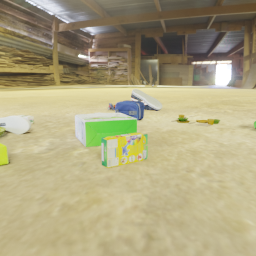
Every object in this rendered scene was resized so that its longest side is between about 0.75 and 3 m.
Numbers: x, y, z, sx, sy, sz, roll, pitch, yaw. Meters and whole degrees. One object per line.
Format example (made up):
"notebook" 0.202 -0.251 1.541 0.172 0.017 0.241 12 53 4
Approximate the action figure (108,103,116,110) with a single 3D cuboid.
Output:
"action figure" -0.867 -1.200 17.095 0.768 0.415 0.794 -10 38 -13

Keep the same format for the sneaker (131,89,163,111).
"sneaker" 1.124 -1.538 17.469 2.321 0.922 0.910 37 36 31

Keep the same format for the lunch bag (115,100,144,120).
"lunch bag" 0.011 -0.802 13.068 1.343 0.912 0.889 5 12 26

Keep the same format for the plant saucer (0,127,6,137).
"plant saucer" -5.023 0.216 9.385 1.750 0.272 1.750 0 11 0

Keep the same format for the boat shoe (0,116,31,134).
"boat shoe" -4.280 -0.142 10.424 1.882 0.675 0.638 -3 10 23

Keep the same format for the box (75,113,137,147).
"box" -0.748 -0.013 9.083 1.686 0.815 1.487 -4 11 -22

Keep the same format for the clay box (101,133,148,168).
"clay box" -0.056 0.501 6.704 1.191 0.684 0.283 -7 13 -35

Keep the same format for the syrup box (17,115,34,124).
"syrup box" -4.558 -0.376 12.368 0.818 0.333 0.322 8 16 31

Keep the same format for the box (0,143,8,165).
"box" -4.004 0.680 6.261 2.145 0.511 1.308 -9 13 -42

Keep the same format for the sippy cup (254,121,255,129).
"sippy cup" 5.424 -0.264 10.274 0.976 1.046 1.332 5 15 -37

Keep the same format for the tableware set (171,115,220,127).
"tableware set" 3.036 -0.388 12.558 1.950 0.299 1.313 10 14 44
